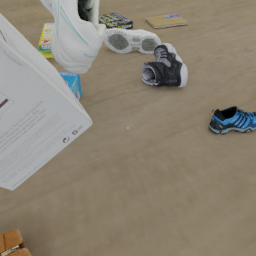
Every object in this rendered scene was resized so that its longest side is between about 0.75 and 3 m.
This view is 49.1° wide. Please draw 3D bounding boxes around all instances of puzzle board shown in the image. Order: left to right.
[{"bbox_3d":[1.841,-5.132,13.470,1.753,0.152,1.321,-11,40,-14],"label":"puzzle board"}]

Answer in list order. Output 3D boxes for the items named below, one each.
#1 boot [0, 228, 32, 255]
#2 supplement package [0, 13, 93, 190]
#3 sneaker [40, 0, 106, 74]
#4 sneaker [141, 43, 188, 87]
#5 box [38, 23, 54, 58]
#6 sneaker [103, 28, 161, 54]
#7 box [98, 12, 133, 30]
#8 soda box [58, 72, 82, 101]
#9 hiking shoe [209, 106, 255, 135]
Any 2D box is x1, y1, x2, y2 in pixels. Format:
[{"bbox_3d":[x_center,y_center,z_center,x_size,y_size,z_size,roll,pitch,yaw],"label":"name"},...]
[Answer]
[{"bbox_3d":[-2.518,2.069,4.526,1.555,0.741,2.010,-30,60,-30],"label":"boot"},{"bbox_3d":[-1.460,-0.492,2.372,1.132,2.067,1.176,-40,54,2],"label":"supplement package"},{"bbox_3d":[-0.914,-2.095,4.469,0.840,0.957,2.388,-9,71,-43],"label":"sneaker"},{"bbox_3d":[1.000,-2.121,9.319,1.304,0.865,2.292,-8,43,-13],"label":"sneaker"},{"bbox_3d":[-2.660,-3.481,11.159,1.513,0.624,2.578,-4,38,-5],"label":"box"},{"bbox_3d":[0.130,-3.501,11.110,2.297,0.895,1.141,9,34,-3],"label":"sneaker"},{"bbox_3d":[-0.708,-4.907,13.041,1.247,0.345,1.557,-25,46,-26],"label":"box"},{"bbox_3d":[-1.888,-0.676,7.700,0.719,0.760,2.240,4,40,5],"label":"soda box"},{"bbox_3d":[2.887,-0.252,7.272,1.543,0.669,0.574,-10,41,-12],"label":"hiking shoe"}]
